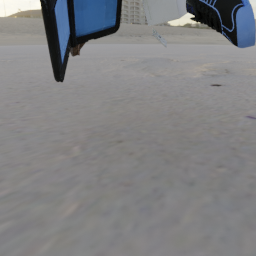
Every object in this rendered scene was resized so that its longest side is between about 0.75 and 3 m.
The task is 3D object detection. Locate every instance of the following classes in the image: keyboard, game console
[{"bbox_3d":[1.011,-2.846,8.878,0.047,0.249,0.885,-12,-20,33],"label":"keyboard"},{"bbox_3d":[-0.958,-2.765,6.775,1.608,2.762,2.429,5,57,-3],"label":"game console"}]

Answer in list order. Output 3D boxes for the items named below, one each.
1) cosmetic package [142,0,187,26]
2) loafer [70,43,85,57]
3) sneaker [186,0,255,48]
[{"bbox_3d":[1.124,-3.529,7.471,0.891,1.130,2.100,-4,25,28],"label":"cosmetic package"},{"bbox_3d":[-1.546,-3.773,10.462,0.854,2.407,0.879,18,14,-12],"label":"loafer"},{"bbox_3d":[1.612,-2.173,5.212,0.915,0.823,2.348,-14,46,12],"label":"sneaker"}]
